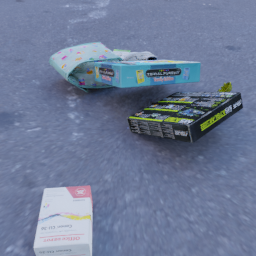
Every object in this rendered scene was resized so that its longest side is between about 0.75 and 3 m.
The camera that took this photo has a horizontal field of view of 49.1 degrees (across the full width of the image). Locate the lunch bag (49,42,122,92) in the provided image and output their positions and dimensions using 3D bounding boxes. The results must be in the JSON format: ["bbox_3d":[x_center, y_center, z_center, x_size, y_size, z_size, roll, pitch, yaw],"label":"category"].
[{"bbox_3d":[-1.601,-2.268,10.346,2.207,1.346,1.880,-16,40,-28],"label":"lunch bag"}]

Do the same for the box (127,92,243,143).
[{"bbox_3d":[1.562,-0.423,7.916,2.293,0.564,2.374,-31,24,-32],"label":"box"}]

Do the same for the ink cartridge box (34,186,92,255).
[{"bbox_3d":[-1.209,1.977,5.453,1.000,0.580,1.718,-4,38,-5],"label":"ink cartridge box"}]

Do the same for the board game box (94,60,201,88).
[{"bbox_3d":[0.582,-1.849,9.183,2.806,0.658,2.118,-8,18,-26],"label":"board game box"}]

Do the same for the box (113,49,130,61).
[{"bbox_3d":[-0.346,-3.220,12.518,0.768,0.193,1.064,6,39,8],"label":"box"}]

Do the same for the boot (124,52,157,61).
[{"bbox_3d":[0.554,-2.924,11.850,1.397,0.514,0.668,-19,35,-24],"label":"boot"}]

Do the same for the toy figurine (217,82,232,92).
[{"bbox_3d":[2.986,-0.714,8.792,0.779,1.301,0.686,39,10,-1],"label":"toy figurine"}]
